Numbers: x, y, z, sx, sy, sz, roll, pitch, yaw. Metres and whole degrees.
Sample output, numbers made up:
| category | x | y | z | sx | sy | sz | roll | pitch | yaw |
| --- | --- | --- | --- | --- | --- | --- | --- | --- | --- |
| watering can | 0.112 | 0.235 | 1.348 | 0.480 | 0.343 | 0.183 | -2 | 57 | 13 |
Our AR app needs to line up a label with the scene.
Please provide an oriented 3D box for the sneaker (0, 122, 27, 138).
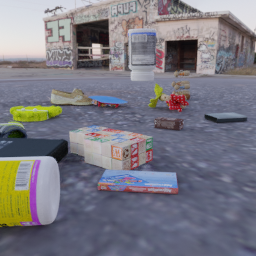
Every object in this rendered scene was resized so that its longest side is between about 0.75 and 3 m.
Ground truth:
| category | x | y | z | sx | sy | sz | roll | pitch | yaw |
| --- | --- | --- | --- | --- | --- | --- | --- | --- | --- |
| sneaker | -4.101 | 0.217 | 8.710 | 2.029 | 0.749 | 0.821 | -13 | 21 | -40 |

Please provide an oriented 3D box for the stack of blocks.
| category | x | y | z | sx | sy | sz | roll | pitch | yaw |
| --- | --- | --- | --- | --- | --- | --- | --- | --- | --- |
| stack of blocks | -0.604 | 0.492 | 7.583 | 2.232 | 0.654 | 1.285 | 10 | 17 | 38 |

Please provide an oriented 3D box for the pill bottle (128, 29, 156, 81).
| category | x | y | z | sx | sy | sz | roll | pitch | yaw |
| --- | --- | --- | --- | --- | --- | --- | --- | --- | --- |
| pill bottle | 0.740 | -3.760 | 14.531 | 1.454 | 2.557 | 1.454 | -1 | 15 | 0 |

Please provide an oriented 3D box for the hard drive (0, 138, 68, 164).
| category | x | y | z | sx | sy | sz | roll | pitch | yaw |
| --- | --- | --- | --- | --- | --- | --- | --- | --- | --- |
| hard drive | -3.185 | 0.691 | 7.135 | 2.836 | 0.466 | 1.979 | 1 | 13 | 6 |

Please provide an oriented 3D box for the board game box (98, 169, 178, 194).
| category | x | y | z | sx | sy | sz | roll | pitch | yaw |
| --- | --- | --- | --- | --- | --- | --- | --- | --- | --- |
| board game box | 0.235 | 1.128 | 5.962 | 1.605 | 0.156 | 0.826 | 2 | 12 | 7 |

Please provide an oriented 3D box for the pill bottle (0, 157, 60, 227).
| category | x | y | z | sx | sy | sz | roll | pitch | yaw |
| --- | --- | --- | --- | --- | --- | --- | --- | --- | --- |
| pill bottle | -2.200 | 1.010 | 4.444 | 2.073 | 1.080 | 1.080 | -1 | 13 | -4 |

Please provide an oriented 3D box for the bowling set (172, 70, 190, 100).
| category | x | y | z | sx | sy | sz | roll | pitch | yaw |
| --- | --- | --- | --- | --- | --- | --- | --- | --- | --- |
| bowling set | 3.749 | -2.760 | 19.939 | 1.311 | 2.442 | 1.699 | -2 | 45 | 12 |

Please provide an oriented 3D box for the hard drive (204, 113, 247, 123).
| category | x | y | z | sx | sy | sz | roll | pitch | yaw |
| --- | --- | --- | --- | --- | --- | --- | --- | --- | --- |
| hard drive | 4.393 | -0.472 | 12.658 | 1.520 | 0.250 | 1.061 | -4 | 14 | -15 |

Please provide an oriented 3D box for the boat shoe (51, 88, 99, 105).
| category | x | y | z | sx | sy | sz | roll | pitch | yaw |
| --- | --- | --- | --- | --- | --- | --- | --- | --- | --- |
| boat shoe | -3.255 | -1.943 | 17.282 | 2.990 | 0.992 | 1.106 | 0 | 12 | -8 |

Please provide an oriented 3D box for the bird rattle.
| category | x | y | z | sx | sy | sz | roll | pitch | yaw |
| --- | --- | --- | --- | --- | --- | --- | --- | --- | --- |
| bird rattle | 2.461 | -1.600 | 15.607 | 2.446 | 1.378 | 1.994 | 16 | 4 | 41 |

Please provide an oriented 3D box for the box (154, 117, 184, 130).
| category | x | y | z | sx | sy | sz | roll | pitch | yaw |
| --- | --- | --- | --- | --- | --- | --- | --- | --- | --- |
| box | 1.621 | -0.179 | 11.115 | 1.060 | 0.397 | 0.531 | 5 | 14 | 27 |

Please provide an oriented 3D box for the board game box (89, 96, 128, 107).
| category | x | y | z | sx | sy | sz | roll | pitch | yaw |
| --- | --- | --- | --- | --- | --- | --- | --- | --- | --- |
| board game box | -1.192 | -1.483 | 16.683 | 1.890 | 0.466 | 2.392 | -4 | 18 | -37 |

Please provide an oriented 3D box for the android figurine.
| category | x | y | z | sx | sy | sz | roll | pitch | yaw |
| --- | --- | --- | --- | --- | --- | --- | --- | --- | --- |
| android figurine | -4.398 | -0.743 | 13.299 | 2.312 | 0.522 | 2.540 | 3 | 12 | 10 |
